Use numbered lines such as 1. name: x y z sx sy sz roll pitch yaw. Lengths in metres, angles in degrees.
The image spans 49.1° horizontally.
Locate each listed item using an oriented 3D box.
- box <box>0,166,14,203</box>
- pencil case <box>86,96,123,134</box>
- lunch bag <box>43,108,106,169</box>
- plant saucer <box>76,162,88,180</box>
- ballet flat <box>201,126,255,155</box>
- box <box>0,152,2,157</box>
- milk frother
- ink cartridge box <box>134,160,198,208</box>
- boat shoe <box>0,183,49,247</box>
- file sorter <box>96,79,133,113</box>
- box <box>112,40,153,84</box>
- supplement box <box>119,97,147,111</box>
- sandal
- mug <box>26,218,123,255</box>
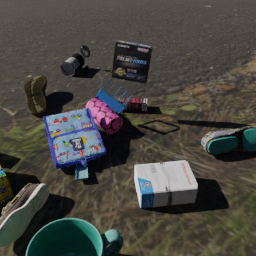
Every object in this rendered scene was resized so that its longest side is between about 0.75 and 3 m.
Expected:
1. box: -4.503 1.656 8.399 1.472 0.932 1.528 -25 41 -30
2. pencil case: -0.977 -0.545 11.689 0.942 0.913 2.011 -9 36 -32
3. lunch bag: -1.923 0.522 10.149 1.766 1.104 2.347 -13 47 -18
4. plant saucer: -1.553 1.382 9.413 0.397 0.108 1.137 -8 29 -7
5. ballet flat: 3.993 0.374 10.317 2.784 1.001 1.001 -5 35 -9
6. box: -5.098 0.858 9.893 0.948 0.544 0.626 12 36 17
7. milk frother: -2.935 -3.852 15.916 1.360 1.507 1.417 12 37 10
8. ink cartridge box: 1.102 1.685 8.531 1.678 0.721 1.229 -3 35 -6
9. boat shoe: -3.012 2.288 7.668 0.639 0.771 2.146 5 32 20
10. file sorter: -0.540 -1.290 11.226 1.187 0.824 0.728 36 69 -7
11. box: 0.144 -2.564 10.913 1.439 1.428 0.358 13 30 7
12. supplement box: 0.226 -1.086 12.741 1.306 0.398 0.711 4 24 3
13. sandal: -4.231 -1.486 13.234 1.124 0.751 2.750 -16 51 -9
14. mug: -1.161 3.023 6.177 1.932 1.195 1.588 6 34 8
